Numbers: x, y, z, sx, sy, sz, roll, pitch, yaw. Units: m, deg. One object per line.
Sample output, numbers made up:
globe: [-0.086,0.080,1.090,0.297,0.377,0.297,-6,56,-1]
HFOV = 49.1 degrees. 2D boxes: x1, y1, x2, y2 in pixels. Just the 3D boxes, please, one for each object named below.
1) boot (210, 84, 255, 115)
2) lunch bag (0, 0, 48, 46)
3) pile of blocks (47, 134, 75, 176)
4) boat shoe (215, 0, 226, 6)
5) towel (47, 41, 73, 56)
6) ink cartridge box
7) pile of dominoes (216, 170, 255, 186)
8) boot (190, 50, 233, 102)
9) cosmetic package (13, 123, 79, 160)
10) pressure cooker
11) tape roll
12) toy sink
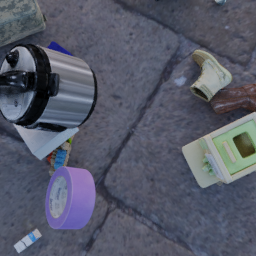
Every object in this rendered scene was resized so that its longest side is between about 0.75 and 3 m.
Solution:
boot: [4.360,-0.724,11.030,2.206,0.709,2.056,-10,68,-5]
lunch bag: [-4.625,-4.271,10.861,2.628,2.204,1.831,-22,83,-5]
pile of blocks: [-2.666,0.854,10.643,0.760,1.004,2.446,11,80,6]
boat shoe: [4.072,-5.953,12.084,0.453,0.534,1.465,27,70,-40]
towel: [-3.124,-2.705,11.560,1.109,0.372,1.501,36,83,-1]
ink cartridge box: [-3.687,4.151,10.323,0.813,0.588,0.342,-37,83,-5]
pile of dominoes: [3.941,1.316,11.024,1.911,0.304,1.489,-24,82,4]
boot: [2.953,-2.101,11.138,1.500,0.699,1.940,-41,75,-11]
cosmetic package: [-3.173,-0.184,10.449,1.750,0.600,2.321,-39,56,-9]
pressure cooker: [-2.670,-1.218,8.542,2.468,2.806,2.506,-45,61,27]
tape roll: [-1.716,2.032,8.179,0.742,1.745,1.745,16,79,-36]
toy sink: [3.592,0.893,10.160,2.773,1.553,1.807,-25,82,4]
